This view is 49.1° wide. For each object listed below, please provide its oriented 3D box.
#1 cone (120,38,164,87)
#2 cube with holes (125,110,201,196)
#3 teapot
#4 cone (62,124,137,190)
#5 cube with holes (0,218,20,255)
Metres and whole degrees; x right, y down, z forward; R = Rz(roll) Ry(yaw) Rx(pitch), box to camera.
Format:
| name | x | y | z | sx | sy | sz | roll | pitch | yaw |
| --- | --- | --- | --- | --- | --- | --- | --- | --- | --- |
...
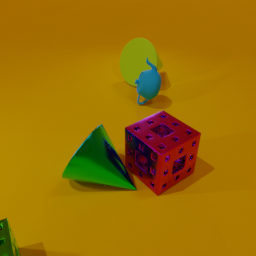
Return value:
| name | x | y | z | sx | sy | sz | roll | pitch | yaw |
| --- | --- | --- | --- | --- | --- | --- | --- | --- | --- |
| cone | 0.860 | -2.377 | 10.410 | 1.666 | 1.666 | 1.672 | 29 | 24 | 34 |
| cube with holes | 0.730 | 0.514 | 6.262 | 1.151 | 1.151 | 1.151 | -24 | 42 | -30 |
| teapot | 0.595 | -1.421 | 8.711 | 0.737 | 1.506 | 0.936 | 9 | 23 | -15 |
| cone | -0.405 | 0.916 | 6.099 | 1.456 | 1.451 | 1.451 | 36 | 42 | 3 |
| cube with holes | -2.131 | 2.106 | 4.283 | 0.842 | 0.842 | 0.842 | -16 | 38 | -21 |
